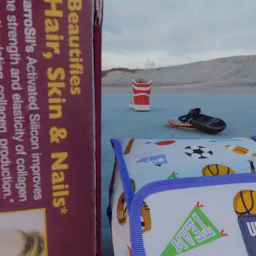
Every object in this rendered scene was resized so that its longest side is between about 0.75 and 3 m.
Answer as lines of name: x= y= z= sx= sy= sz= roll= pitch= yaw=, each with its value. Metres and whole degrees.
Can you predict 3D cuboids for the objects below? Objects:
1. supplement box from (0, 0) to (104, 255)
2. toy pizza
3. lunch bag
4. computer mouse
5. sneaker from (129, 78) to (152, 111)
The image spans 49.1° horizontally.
supplement box: x=-1.590 y=0.058 z=1.849 sx=2.724 sy=1.783 sz=1.406 roll=-1 pitch=8 yaw=-13
toy pizza: x=2.012 y=-0.180 z=8.575 sx=1.851 sy=0.293 sz=1.851 roll=1 pitch=8 yaw=0
lunch bag: x=0.522 y=0.584 z=1.582 sx=1.212 sy=0.882 sz=1.425 roll=-1 pitch=21 yaw=-7
computer mouse: x=2.040 y=-0.123 z=7.465 sx=0.856 sy=0.326 sz=1.237 roll=-26 pitch=36 yaw=-31
sneaker: x=0.643 y=-1.802 z=14.870 sx=1.043 sy=1.647 sz=2.928 roll=-1 pitch=8 yaw=-7
